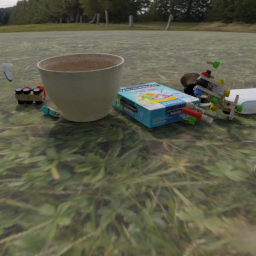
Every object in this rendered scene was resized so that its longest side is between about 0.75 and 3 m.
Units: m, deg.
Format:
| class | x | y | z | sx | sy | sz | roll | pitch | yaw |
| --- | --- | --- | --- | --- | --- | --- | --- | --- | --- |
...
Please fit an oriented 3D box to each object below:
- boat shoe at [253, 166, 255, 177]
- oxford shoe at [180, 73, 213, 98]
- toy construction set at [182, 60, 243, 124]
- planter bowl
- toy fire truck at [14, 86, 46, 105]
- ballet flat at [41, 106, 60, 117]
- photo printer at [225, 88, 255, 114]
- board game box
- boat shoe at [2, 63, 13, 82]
| class | x | y | z | sx | sy | sz | roll | pitch | yaw |
| --- | --- | --- | --- | --- | --- | --- | --- | --- | --- |
| boat shoe | 3.588 | 0.967 | 6.356 | 1.325 | 0.489 | 0.501 | -4 | 63 | 9 |
| oxford shoe | 2.915 | -1.947 | 12.773 | 1.048 | 0.902 | 2.483 | -8 | 25 | -15 |
| toy construction set | 3.082 | -0.864 | 9.760 | 1.745 | 1.894 | 2.271 | 23 | 51 | 19 |
| planter bowl | -1.594 | -1.447 | 10.174 | 2.971 | 2.000 | 2.971 | -1 | 26 | 1 |
| toy fire truck | -4.066 | -1.501 | 12.081 | 1.161 | 0.849 | 1.319 | 1 | 34 | 3 |
| ballet flat | -2.901 | -0.604 | 10.540 | 0.912 | 0.311 | 0.307 | 25 | 13 | 35 |
| photo printer | 4.787 | -1.083 | 11.108 | 1.823 | 0.633 | 1.516 | -5 | 25 | -9 |
| board game box | 0.952 | -1.019 | 10.904 | 2.220 | 0.690 | 2.941 | -13 | 27 | -27 |
| boat shoe | -4.941 | -2.280 | 11.491 | 0.305 | 0.826 | 0.249 | -25 | -8 | -35 |
